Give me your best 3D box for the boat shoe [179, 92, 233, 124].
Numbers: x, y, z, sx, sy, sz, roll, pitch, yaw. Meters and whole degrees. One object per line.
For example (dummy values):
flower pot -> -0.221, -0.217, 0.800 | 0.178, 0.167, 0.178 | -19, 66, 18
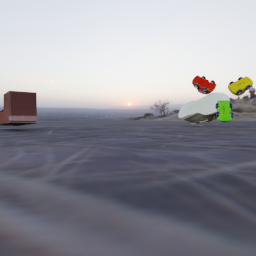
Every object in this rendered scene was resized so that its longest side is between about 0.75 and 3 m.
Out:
boat shoe -> 2.787, -0.628, 9.877 | 0.715, 0.855, 2.392 | 30, -19, -21

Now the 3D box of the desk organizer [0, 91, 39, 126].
desk organizer -> -2.872, -0.439, 7.060 | 0.672, 0.721, 1.873 | 0, -2, -35

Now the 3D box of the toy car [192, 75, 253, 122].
toy car -> 2.264, -0.667, 6.743 | 1.449, 1.364, 0.323 | 2, -31, 10
